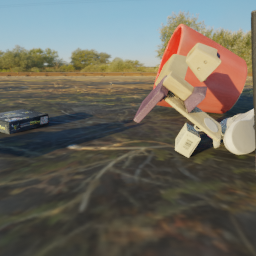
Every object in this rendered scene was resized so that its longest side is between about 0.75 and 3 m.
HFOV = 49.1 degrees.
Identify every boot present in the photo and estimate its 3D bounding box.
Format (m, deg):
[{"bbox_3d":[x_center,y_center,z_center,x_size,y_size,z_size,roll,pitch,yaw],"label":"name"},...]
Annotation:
[{"bbox_3d":[2.306,0.137,6.071,1.866,0.686,0.892,-25,1,-44],"label":"boot"}]

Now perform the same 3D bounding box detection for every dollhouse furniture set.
[{"bbox_3d":[1.629,-0.866,5.937,1.735,1.937,2.445,36,38,-7],"label":"dollhouse furniture set"}]

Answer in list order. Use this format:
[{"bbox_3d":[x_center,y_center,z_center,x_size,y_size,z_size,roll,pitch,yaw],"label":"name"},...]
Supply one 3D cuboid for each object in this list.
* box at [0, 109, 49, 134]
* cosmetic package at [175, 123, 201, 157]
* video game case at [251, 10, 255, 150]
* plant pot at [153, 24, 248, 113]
[{"bbox_3d":[-3.254,-0.224,8.215,1.135,0.367,1.439,11,16,30],"label":"box"},{"bbox_3d":[1.238,0.233,5.855,0.323,0.478,0.909,31,16,4],"label":"cosmetic package"},{"bbox_3d":[2.271,-0.390,4.288,0.310,2.430,2.196,-1,10,34],"label":"video game case"},{"bbox_3d":[2.610,-1.915,10.330,2.656,3.002,3.002,16,11,-7],"label":"plant pot"}]
